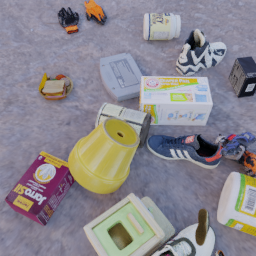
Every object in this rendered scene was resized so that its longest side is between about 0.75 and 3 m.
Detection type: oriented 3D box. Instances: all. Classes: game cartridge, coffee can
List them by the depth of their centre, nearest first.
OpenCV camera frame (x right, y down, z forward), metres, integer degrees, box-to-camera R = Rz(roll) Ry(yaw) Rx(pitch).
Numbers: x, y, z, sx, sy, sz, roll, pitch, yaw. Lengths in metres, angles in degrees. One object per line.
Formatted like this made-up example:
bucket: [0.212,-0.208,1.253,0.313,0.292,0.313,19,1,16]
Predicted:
coffee can: [-0.148,-0.111,10.127,1.738,1.272,1.272,16,55,11]
game cartridge: [-0.285,-2.235,12.203,1.688,0.512,2.532,-13,55,-14]

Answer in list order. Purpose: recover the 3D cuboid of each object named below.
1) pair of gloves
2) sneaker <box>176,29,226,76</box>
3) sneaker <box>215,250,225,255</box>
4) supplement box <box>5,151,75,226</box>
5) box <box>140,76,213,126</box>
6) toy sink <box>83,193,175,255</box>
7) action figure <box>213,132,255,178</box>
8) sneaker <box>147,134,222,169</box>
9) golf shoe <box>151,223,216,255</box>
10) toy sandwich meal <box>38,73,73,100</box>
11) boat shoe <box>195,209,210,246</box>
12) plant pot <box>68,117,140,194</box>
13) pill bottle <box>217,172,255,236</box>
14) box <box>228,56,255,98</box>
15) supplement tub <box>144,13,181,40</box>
pair of gloves: [-2.467,-5.973,15.025,2.501,0.309,2.228,-22,58,-12]
sneaker: [3.409,-3.613,12.347,2.804,1.825,1.119,-22,58,-16]
sneaker: [2.675,3.829,7.856,0.278,0.323,0.763,-10,56,-9]
supplement box: [-2.683,1.874,8.868,1.244,0.980,1.900,21,57,15]
box: [1.733,-1.033,10.778,2.579,1.307,1.451,1,54,0]
toy sink: [0.136,2.886,7.938,2.287,1.281,1.491,-30,59,-20]
action figure: [3.748,1.041,9.397,2.294,1.200,2.220,-12,45,-39]
sneaker: [1.964,0.571,9.740,2.632,1.112,0.987,12,55,9]
golf shoe: [1.358,3.520,7.514,2.913,1.283,1.124,-31,59,-22]
toy sandwich meal: [-3.089,-1.814,11.817,1.630,0.558,1.630,0,54,0]
boat shoe: [1.734,2.266,6.380,0.297,0.263,0.810,0,72,46]
plant pot: [-0.627,0.737,8.721,1.949,1.833,1.949,23,35,-17]
pill bottle: [4.209,2.459,8.060,2.863,1.590,1.590,18,56,12]
box: [4.863,-2.117,11.640,0.739,1.199,1.190,-8,55,-5]
supplement tub: [1.632,-4.950,13.689,1.690,1.225,1.225,-1,54,-1]
